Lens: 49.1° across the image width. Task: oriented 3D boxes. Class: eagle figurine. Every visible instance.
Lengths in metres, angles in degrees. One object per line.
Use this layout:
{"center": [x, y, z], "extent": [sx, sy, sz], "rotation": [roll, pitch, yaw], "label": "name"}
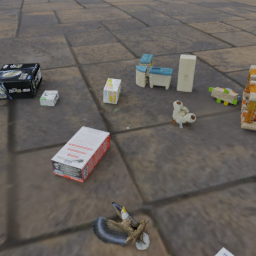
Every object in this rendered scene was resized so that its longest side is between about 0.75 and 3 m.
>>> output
{"center": [-0.086, 2.171, 6.320], "extent": [1.201, 0.907, 0.912], "rotation": [-7, -23, 45], "label": "eagle figurine"}

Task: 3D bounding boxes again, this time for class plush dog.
{"center": [1.985, -0.490, 10.223], "extent": [0.992, 0.796, 0.852], "rotation": [45, 33, 11], "label": "plush dog"}

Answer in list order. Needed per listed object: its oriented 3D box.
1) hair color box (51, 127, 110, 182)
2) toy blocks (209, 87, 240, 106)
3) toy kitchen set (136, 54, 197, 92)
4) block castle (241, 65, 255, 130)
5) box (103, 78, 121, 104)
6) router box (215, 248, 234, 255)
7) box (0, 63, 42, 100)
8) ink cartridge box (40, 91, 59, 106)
{"center": [-1.352, 0.731, 8.405], "extent": [0.995, 0.574, 1.795], "rotation": [13, 35, 18], "label": "hair color box"}
{"center": [4.072, -1.396, 11.580], "extent": [1.246, 0.623, 0.852], "rotation": [28, 32, 33], "label": "toy blocks"}
{"center": [1.759, -2.895, 12.810], "extent": [2.582, 1.521, 2.068], "rotation": [8, 36, 11], "label": "toy kitchen set"}
{"center": [4.801, -1.048, 9.981], "extent": [1.146, 1.632, 2.443], "rotation": [10, 41, 15], "label": "block castle"}
{"center": [-0.651, -1.546, 11.641], "extent": [0.553, 0.614, 1.092], "rotation": [7, 36, 3], "label": "box"}
{"center": [1.884, 3.382, 4.593], "extent": [1.900, 0.517, 2.117], "rotation": [-26, 42, -32], "label": "router box"}
{"center": [-4.768, -2.081, 12.230], "extent": [1.600, 0.841, 1.953], "rotation": [-2, 35, -2], "label": "box"}
{"center": [-3.209, -1.223, 11.450], "extent": [0.554, 0.319, 0.760], "rotation": [1, 35, 2], "label": "ink cartridge box"}
